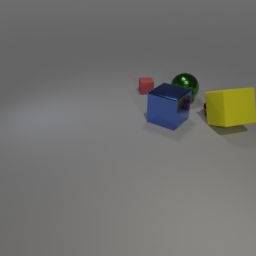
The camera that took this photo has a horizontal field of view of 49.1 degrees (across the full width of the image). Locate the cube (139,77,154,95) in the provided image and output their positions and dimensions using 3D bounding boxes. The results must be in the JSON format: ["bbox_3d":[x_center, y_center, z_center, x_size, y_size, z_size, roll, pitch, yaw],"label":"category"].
[{"bbox_3d":[0.972,-2.252,14.970,0.700,0.700,0.700,-4,31,-6],"label":"cube"}]

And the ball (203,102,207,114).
[{"bbox_3d":[3.780,-0.933,12.740,0.700,0.700,0.700,0,31,0],"label":"ball"}]

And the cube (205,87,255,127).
[{"bbox_3d":[4.186,-0.867,11.511,1.400,1.400,1.400,-8,7,-14],"label":"cube"}]

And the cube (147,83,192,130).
[{"bbox_3d":[1.767,-0.970,12.106,1.400,1.400,1.400,20,36,30],"label":"cube"}]

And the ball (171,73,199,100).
[{"bbox_3d":[2.759,-1.982,13.703,1.400,1.400,1.400,0,31,0],"label":"ball"}]
